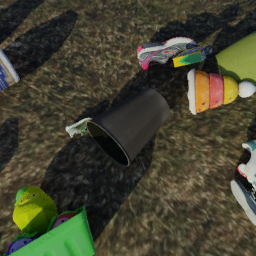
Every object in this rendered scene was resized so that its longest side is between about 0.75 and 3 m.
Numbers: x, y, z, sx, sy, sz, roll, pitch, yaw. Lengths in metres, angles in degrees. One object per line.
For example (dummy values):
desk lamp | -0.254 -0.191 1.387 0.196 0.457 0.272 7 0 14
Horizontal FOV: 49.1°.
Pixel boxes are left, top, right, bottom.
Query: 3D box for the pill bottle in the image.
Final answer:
pill bottle | -5.420 -1.695 10.024 2.607 1.446 1.446 -35 69 -16

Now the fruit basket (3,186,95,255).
fruit basket | -2.394 2.730 7.734 2.727 1.967 2.727 2 79 -9

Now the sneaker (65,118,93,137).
sneaker | -1.604 0.009 9.828 1.110 0.427 0.492 -23 80 -7

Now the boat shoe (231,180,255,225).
boat shoe | 3.708 2.219 8.588 0.451 0.546 1.457 -24 67 -10

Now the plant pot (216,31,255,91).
plant pot | 4.648 -2.328 9.933 2.767 2.589 2.589 -12 63 16

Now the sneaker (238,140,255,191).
sneaker | 4.173 1.697 8.745 1.375 1.035 2.941 -1 66 22

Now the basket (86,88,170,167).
basket | 0.158 -0.164 9.241 2.319 1.577 2.091 -38 51 -21

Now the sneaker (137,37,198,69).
sneaker | 1.569 -2.882 10.981 2.364 0.953 0.883 -11 78 3

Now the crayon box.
crayon box | 2.299 -2.564 9.898 1.020 0.345 1.182 -5 24 38

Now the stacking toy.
stacking toy | 3.143 -1.286 9.473 2.155 1.575 1.575 -2 62 16
